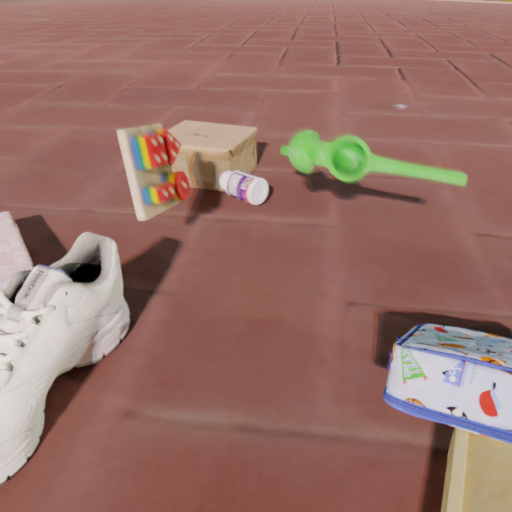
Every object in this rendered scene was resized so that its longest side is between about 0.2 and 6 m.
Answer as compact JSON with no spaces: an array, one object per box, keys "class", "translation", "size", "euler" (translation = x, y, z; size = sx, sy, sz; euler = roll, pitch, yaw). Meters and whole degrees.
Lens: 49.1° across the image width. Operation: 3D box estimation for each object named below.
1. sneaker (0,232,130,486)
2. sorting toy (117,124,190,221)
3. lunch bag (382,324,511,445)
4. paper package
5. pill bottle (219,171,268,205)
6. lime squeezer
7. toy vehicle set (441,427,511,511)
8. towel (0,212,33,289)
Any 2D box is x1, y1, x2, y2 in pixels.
[{"class":"sneaker","translation":[-2.562,0.960,5.963],"size":[1.315,1.537,3.529],"euler":[17,36,8]},{"class":"sorting toy","translation":[-1.398,-1.271,8.147],"size":[0.437,1.257,1.249],"euler":[-7,15,17]},{"class":"lunch bag","translation":[2.185,1.219,5.742],"size":[1.666,0.786,2.080],"euler":[9,3,24]},{"class":"paper package","translation":[-1.073,-2.176,11.943],"size":[1.831,0.947,1.745],"euler":[10,32,18]},{"class":"pill bottle","translation":[-0.263,-1.337,10.727],"size":[0.524,0.524,0.940],"euler":[-26,36,-36]},{"class":"lime squeezer","translation":[1.226,-1.348,8.107],"size":[3.349,0.632,1.183],"euler":[19,-4,44]},{"class":"toy vehicle set","translation":[2.382,2.926,3.699],"size":[2.430,0.518,3.911],"euler":[12,32,19]},{"class":"towel","translation":[-4.887,0.396,7.843],"size":[3.304,0.533,3.156],"euler":[-16,31,-25]}]
